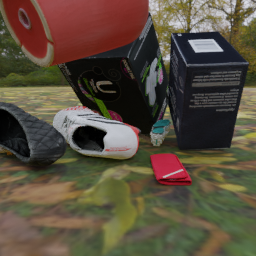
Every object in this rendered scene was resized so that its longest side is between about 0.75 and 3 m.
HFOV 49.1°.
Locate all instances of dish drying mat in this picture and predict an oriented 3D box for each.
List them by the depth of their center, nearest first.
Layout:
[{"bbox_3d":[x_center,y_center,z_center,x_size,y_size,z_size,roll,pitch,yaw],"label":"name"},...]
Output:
[{"bbox_3d":[0.698,0.669,4.839,0.541,0.128,1.409,-1,10,0],"label":"dish drying mat"}]

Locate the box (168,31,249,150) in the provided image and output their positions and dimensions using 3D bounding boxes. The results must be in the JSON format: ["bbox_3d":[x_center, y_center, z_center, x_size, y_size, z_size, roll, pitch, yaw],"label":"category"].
[{"bbox_3d":[1.628,-0.892,6.346,1.191,2.028,1.994,-2,35,0],"label":"box"}]

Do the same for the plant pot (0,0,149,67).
[{"bbox_3d":[-0.927,-1.959,4.474,1.727,1.952,1.952,-36,29,-30],"label":"plant pot"}]

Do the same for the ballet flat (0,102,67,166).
[{"bbox_3d":[-2.309,0.005,5.351,2.713,0.902,0.771,16,5,31],"label":"ballet flat"}]

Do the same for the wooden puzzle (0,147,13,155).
[{"bbox_3d":[-2.340,0.405,6.179,0.954,0.192,1.032,-6,7,-24],"label":"wooden puzzle"}]

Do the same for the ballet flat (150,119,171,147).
[{"bbox_3d":[0.789,0.126,6.951,0.453,0.453,1.263,3,18,19],"label":"ballet flat"}]

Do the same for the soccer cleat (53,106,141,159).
[{"bbox_3d":[-0.953,0.071,5.931,2.670,0.916,1.137,17,13,39],"label":"soccer cleat"}]

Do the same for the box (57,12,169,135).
[{"bbox_3d":[-0.199,-1.329,7.558,2.052,2.763,1.718,5,54,26],"label":"box"}]
